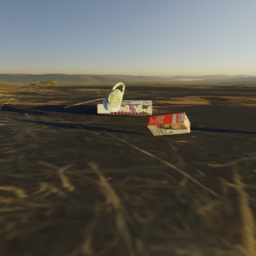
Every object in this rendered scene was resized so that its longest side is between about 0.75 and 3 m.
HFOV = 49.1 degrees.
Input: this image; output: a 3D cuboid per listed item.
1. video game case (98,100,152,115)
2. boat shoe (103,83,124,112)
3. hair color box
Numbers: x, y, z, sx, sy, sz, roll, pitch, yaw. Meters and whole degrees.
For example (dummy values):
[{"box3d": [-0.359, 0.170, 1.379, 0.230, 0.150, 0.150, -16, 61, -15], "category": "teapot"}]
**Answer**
[{"box3d": [-0.038, -0.869, 11.534, 2.066, 0.408, 2.280, 1, 10, 5], "category": "video game case"}, {"box3d": [-0.471, -1.108, 9.719, 0.600, 0.517, 1.666, 19, 31, -4], "category": "boat shoe"}, {"box3d": [0.979, -0.078, 6.721, 0.913, 0.292, 0.507, -8, -32, 25], "category": "hair color box"}]
